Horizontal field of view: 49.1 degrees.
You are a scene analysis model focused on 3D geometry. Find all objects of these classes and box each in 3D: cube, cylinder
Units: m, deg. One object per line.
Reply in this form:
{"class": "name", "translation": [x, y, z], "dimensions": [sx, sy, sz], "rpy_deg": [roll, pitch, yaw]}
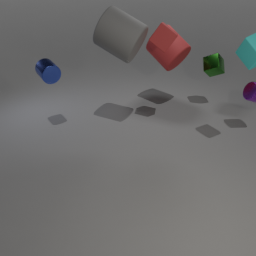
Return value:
{"class": "cube", "translation": [3.654, -2.219, 7.957], "dimensions": [0.700, 0.700, 0.700], "rpy_deg": [-27, 74, -13]}
{"class": "cylinder", "translation": [4.763, -1.292, 10.354], "dimensions": [0.700, 0.700, 0.700], "rpy_deg": [12, 24, -22]}
{"class": "cylinder", "translation": [-0.246, -3.146, 9.489], "dimensions": [1.400, 1.400, 1.400], "rpy_deg": [32, 34, 2]}
{"class": "cube", "translation": [1.222, -3.117, 9.606], "dimensions": [0.700, 0.700, 0.700], "rpy_deg": [37, 24, -5]}
{"class": "cylinder", "translation": [-2.818, -2.005, 9.881], "dimensions": [0.700, 0.700, 0.700], "rpy_deg": [-18, 42, -30]}
{"class": "cylinder", "translation": [1.739, -3.433, 12.073], "dimensions": [1.400, 1.400, 1.400], "rpy_deg": [49, 46, 10]}
{"class": "cube", "translation": [3.771, -2.756, 12.307], "dimensions": [0.700, 0.700, 0.700], "rpy_deg": [-10, -20, 37]}
